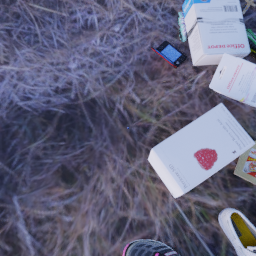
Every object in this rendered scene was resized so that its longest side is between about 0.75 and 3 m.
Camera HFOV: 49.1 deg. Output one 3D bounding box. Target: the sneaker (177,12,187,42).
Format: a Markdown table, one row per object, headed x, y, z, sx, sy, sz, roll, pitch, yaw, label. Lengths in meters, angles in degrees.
| x | y | z | sx | sy | sz | roll | pitch | yaw | label |
| --- | --- | --- | --- | --- | --- | --- | --- | --- | --- |
| 2.183 | -3.524 | 9.679 | 0.829 | 0.461 | 1.185 | -2 | 73 | 0 | sneaker |

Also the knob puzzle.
| x | y | z | sx | sy | sz | roll | pitch | yaw | label |
| --- | --- | --- | --- | --- | --- | --- | --- | --- | --- |
| 3.982 | 1.013 | 8.332 | 1.606 | 0.223 | 1.606 | 0 | 72 | 1 | knob puzzle |

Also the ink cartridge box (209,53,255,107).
| x | y | z | sx | sy | sz | roll | pitch | yaw | label |
| --- | --- | --- | --- | --- | --- | --- | --- | --- | --- |
| 3.394 | -1.416 | 8.416 | 1.949 | 0.656 | 1.141 | 20 | 104 | -10 | ink cartridge box |

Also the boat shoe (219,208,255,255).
| x | y | z | sx | sy | sz | roll | pitch | yaw | label |
| --- | --- | --- | --- | --- | --- | --- | --- | --- | --- |
| 3.318 | 3.166 | 7.314 | 0.836 | 0.824 | 2.359 | -28 | 74 | -9 | boat shoe |

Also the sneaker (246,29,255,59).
| x | y | z | sx | sy | sz | roll | pitch | yaw | label |
| --- | --- | --- | --- | --- | --- | --- | --- | --- | --- |
| 4.476 | -2.730 | 9.302 | 1.776 | 0.693 | 0.756 | 40 | 76 | 12 | sneaker |

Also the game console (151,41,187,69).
| x | y | z | sx | sy | sz | roll | pitch | yaw | label |
| --- | --- | --- | --- | --- | --- | --- | --- | --- | --- |
| 1.367 | -2.496 | 9.275 | 1.006 | 0.597 | 0.867 | 43 | 77 | 12 | game console |

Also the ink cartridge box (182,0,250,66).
| x | y | z | sx | sy | sz | roll | pitch | yaw | label |
| --- | --- | --- | --- | --- | --- | --- | --- | --- | --- |
| 2.806 | -3.230 | 9.077 | 1.620 | 0.936 | 2.220 | -5 | 81 | -11 | ink cartridge box |

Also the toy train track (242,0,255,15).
| x | y | z | sx | sy | sz | roll | pitch | yaw | label |
| --- | --- | --- | --- | --- | --- | --- | --- | --- | --- |
| 4.336 | -4.395 | 10.155 | 0.431 | 0.122 | 0.751 | 35 | 81 | 3 | toy train track |

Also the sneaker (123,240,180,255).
| x | y | z | sx | sy | sz | roll | pitch | yaw | label |
| --- | --- | --- | --- | --- | --- | --- | --- | --- | --- |
| 1.155 | 3.618 | 6.976 | 2.711 | 1.186 | 1.000 | 26 | 74 | 8 | sneaker |

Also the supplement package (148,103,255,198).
| x | y | z | sx | sy | sz | roll | pitch | yaw | label |
| --- | --- | --- | --- | --- | --- | --- | --- | --- | --- |
| 1.942 | 0.678 | 7.815 | 2.360 | 1.413 | 1.431 | -33 | 75 | -10 | supplement package |
